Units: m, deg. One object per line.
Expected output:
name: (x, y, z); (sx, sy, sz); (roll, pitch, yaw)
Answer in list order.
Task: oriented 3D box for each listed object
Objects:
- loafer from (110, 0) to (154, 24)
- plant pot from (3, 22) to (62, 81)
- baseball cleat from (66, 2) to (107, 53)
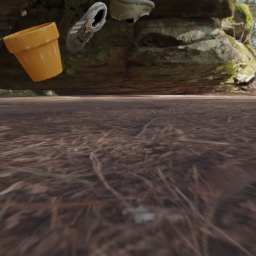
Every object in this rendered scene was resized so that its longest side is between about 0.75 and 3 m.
loafer: (0.057, -3.936, 9.137); (0.954, 0.883, 2.537); (35, 29, 13)
plant pot: (-3.315, -2.761, 10.402); (1.898, 1.738, 1.898); (-13, 27, 7)
baseball cleat: (-1.718, -3.893, 11.118); (0.843, 2.418, 1.287); (28, 27, -27)
